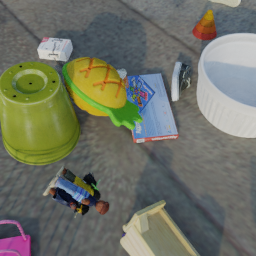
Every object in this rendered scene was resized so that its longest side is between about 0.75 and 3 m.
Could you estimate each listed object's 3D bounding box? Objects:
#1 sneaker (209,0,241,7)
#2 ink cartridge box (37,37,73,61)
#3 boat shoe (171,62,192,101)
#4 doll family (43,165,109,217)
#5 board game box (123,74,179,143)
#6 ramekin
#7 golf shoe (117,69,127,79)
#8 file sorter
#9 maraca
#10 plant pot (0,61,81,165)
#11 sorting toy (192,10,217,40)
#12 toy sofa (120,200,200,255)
[{"bbox_3d":[3.994,-5.842,11.844,1.793,0.688,0.997,25,63,13],"label":"sneaker"},{"bbox_3d":[-2.522,-2.744,9.753,1.003,0.425,0.731,8,54,4],"label":"ink cartridge box"},{"bbox_3d":[1.685,-1.501,8.715,0.599,0.609,1.690,7,52,10],"label":"boat shoe"},{"bbox_3d":[-0.435,0.570,2.458,0.495,0.857,0.336,36,93,-7],"label":"doll family"},{"bbox_3d":[0.611,-0.669,8.341,1.252,0.237,2.432,-5,54,-5],"label":"board game box"},{"bbox_3d":[3.352,-1.130,7.859,2.976,1.562,2.976,0,54,0],"label":"ramekin"},{"bbox_3d":[-0.512,-1.220,8.583,1.433,0.561,0.697,-38,70,-10],"label":"golf shoe"},{"bbox_3d":[-2.603,2.935,4.887,1.532,1.382,2.204,-5,54,-12],"label":"file sorter"},{"bbox_3d":[-0.659,-0.922,7.494,2.527,1.352,1.733,42,33,4],"label":"maraca"},{"bbox_3d":[-2.278,-0.474,6.966,2.094,2.016,2.094,3,55,-5],"label":"plant pot"},{"bbox_3d":[3.286,-3.200,9.768,0.961,0.955,2.773,-19,55,-14],"label":"sorting toy"},{"bbox_3d":[0.841,2.654,5.621,0.890,1.049,2.150,-12,50,-40],"label":"toy sofa"}]
